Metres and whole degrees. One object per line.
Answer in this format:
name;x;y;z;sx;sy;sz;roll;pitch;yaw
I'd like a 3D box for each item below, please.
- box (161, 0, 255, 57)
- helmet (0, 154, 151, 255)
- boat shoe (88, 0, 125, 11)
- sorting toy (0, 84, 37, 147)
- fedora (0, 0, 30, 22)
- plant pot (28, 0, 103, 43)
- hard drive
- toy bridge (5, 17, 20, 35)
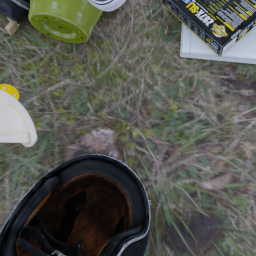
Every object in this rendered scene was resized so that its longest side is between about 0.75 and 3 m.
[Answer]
box;2.447;-3.525;7.828;1.962;0.606;2.457;-42;74;1
helmet;-0.825;1.950;5.418;2.729;2.602;2.729;7;110;21
boat shoe;-0.908;-3.418;4.907;1.006;0.951;2.805;-24;88;21
sorting toy;-2.546;-0.055;4.513;1.732;1.559;0.925;4;73;-33
fedora;-3.337;-3.591;8.147;1.609;1.609;0.735;41;107;13
plant pot;-1.557;-3.776;7.637;2.545;2.545;2.450;13;83;4
hard drive;2.827;-2.721;8.217;2.470;0.330;1.629;6;71;2
toy bridge;-4.146;-3.494;8.506;2.016;0.274;0.678;26;72;7
